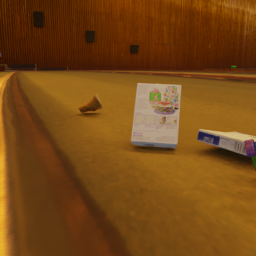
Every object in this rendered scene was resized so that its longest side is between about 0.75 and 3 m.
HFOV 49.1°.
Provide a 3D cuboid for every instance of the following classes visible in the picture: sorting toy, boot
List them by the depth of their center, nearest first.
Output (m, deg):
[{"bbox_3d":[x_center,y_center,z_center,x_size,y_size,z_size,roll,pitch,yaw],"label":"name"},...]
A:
[{"bbox_3d":[2.256,0.490,4.413,0.487,0.491,1.415,-16,-33,30],"label":"sorting toy"},{"bbox_3d":[-1.434,-0.851,10.430,0.858,0.422,1.198,-16,-15,-3],"label":"boot"}]

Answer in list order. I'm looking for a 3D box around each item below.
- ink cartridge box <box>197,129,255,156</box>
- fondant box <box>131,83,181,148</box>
[{"bbox_3d":[2.602,0.344,6.292,1.499,0.304,1.496,3,9,-36],"label":"ink cartridge box"},{"bbox_3d":[0.696,-0.308,6.768,1.074,1.489,0.434,4,-14,10],"label":"fondant box"}]
